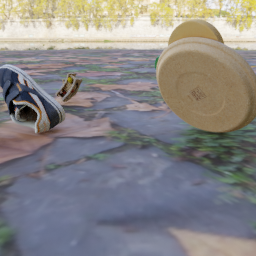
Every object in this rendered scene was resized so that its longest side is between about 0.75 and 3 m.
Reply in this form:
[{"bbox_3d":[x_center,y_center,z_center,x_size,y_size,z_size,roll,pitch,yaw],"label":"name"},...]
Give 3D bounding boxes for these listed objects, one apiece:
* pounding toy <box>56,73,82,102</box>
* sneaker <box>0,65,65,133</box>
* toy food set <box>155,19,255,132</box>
[{"bbox_3d":[-2.207,-1.432,9.731,0.746,1.301,0.744,41,39,8],"label":"pounding toy"},{"bbox_3d":[-2.661,-0.747,6.944,2.260,0.886,0.897,36,46,15],"label":"sneaker"},{"bbox_3d":[1.668,-0.921,6.232,2.529,2.503,0.615,39,60,6],"label":"toy food set"}]
